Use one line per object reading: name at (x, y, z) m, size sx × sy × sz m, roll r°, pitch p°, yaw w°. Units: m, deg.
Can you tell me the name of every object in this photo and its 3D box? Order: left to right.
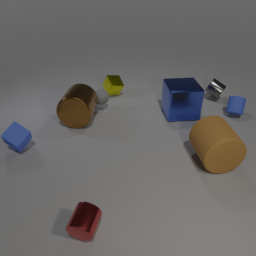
cube at (-3.892, 0.318, 9.834) m, size 0.700 × 0.700 × 0.700 m, roll 34°, pitch 66°, yaw 0°
cylinder at (-2.051, -0.922, 11.508) m, size 1.400 × 1.400 × 1.400 m, roll 4°, pitch 32°, yaw 6°
cylinder at (-1.081, 2.312, 6.946) m, size 0.700 × 0.700 × 0.700 m, roll 9°, pitch 45°, yaw 14°
ball at (-1.197, -1.373, 12.381) m, size 0.700 × 0.700 × 0.700 m, roll 0°, pitch 32°, yaw 0°
cube at (-0.722, -2.084, 13.625) m, size 0.700 × 0.700 × 0.700 m, roll -6°, pitch 59°, yaw -33°
cube at (2.287, -1.240, 12.003) m, size 1.400 × 1.400 × 1.400 m, roll -3°, pitch 32°, yaw -6°
cylinder at (4.133, -1.871, 13.200) m, size 0.700 × 0.700 × 0.700 m, roll 37°, pitch 42°, yaw 9°
cylinder at (2.894, 0.524, 9.177) m, size 1.400 × 1.400 × 1.400 m, roll -5°, pitch 35°, yaw -8°
cylinder at (4.638, -0.970, 12.017) m, size 0.700 × 0.700 × 0.700 m, roll 13°, pitch 0°, yaw 0°
